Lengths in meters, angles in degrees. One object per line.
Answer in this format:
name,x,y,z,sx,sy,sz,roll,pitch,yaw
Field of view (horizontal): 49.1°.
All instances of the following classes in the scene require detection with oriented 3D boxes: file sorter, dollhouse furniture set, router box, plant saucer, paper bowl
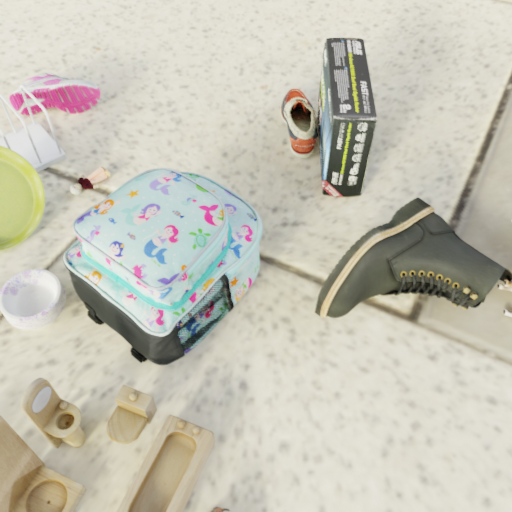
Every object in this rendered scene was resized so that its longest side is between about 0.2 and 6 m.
file sorter,-5.207,-2.363,11.344,1.986,1.237,1.378,-33,59,-22
dollhouse furniture set,-1.993,2.565,7.141,2.198,1.791,2.091,19,54,14
router box,1.738,-2.770,11.183,0.814,1.964,2.621,1,52,0
plant saucer,-5.004,-1.045,10.347,2.073,0.322,2.073,4,79,-21
paper bowl,-3.695,0.767,9.344,1.017,0.529,1.017,0,52,0

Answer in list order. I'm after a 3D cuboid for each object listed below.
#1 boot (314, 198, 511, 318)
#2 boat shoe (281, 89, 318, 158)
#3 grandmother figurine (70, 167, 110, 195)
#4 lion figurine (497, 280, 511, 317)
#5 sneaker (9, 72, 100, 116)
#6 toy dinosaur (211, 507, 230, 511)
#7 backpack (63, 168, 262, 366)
boot,2.671,0.443,9.270,3.101,1.201,2.145,-39,66,-25
boat shoe,0.947,-3.060,12.252,0.746,0.656,2.096,-3,51,0
grandmother figurine,-3.387,-1.505,11.303,0.514,0.257,0.847,28,54,35
lion figurine,4.571,0.739,9.505,0.733,0.434,1.197,5,66,-6
sneaker,-4.529,-3.786,12.717,1.987,0.808,0.876,-2,54,-2
toy dinosaur,-0.412,3.714,7.157,0.652,0.413,0.962,-27,62,-27
backpack,-1.343,-0.091,9.087,2.571,2.180,2.896,34,54,23
